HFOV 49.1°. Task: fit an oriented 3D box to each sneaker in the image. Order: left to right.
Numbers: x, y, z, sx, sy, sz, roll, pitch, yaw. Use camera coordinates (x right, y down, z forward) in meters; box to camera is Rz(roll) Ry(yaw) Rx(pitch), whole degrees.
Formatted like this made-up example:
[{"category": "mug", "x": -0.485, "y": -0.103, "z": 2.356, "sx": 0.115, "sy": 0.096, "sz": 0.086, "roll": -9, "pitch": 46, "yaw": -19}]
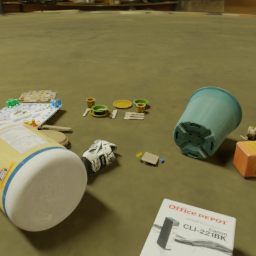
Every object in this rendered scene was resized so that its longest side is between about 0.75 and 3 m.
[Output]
[{"category": "sneaker", "x": -0.861, "y": 0.912, "z": 8.502, "sx": 0.818, "sy": 0.685, "sz": 1.848, "roll": 6, "pitch": 30, "yaw": 16}]

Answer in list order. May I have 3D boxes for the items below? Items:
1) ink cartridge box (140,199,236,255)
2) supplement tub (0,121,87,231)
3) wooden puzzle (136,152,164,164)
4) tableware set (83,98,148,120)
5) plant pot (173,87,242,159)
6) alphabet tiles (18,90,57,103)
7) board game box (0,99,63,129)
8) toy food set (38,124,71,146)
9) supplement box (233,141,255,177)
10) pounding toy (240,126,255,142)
[{"category": "ink cartridge box", "x": 1.111, "y": 2.532, "z": 5.320, "sx": 1.558, "sy": 0.904, "sz": 2.159, "roll": 11, "pitch": 31, "yaw": 20}, {"category": "supplement tub", "x": -2.565, "y": 1.022, "z": 6.957, "sx": 2.724, "sy": 1.970, "sz": 1.970, "roll": 24, "pitch": 37, "yaw": 38}, {"category": "wooden puzzle", "x": 0.702, "y": 0.967, "z": 8.907, "sx": 0.825, "sy": 0.096, "sz": 0.556, "roll": 20, "pitch": 25, "yaw": 18}, {"category": "tableware set", "x": -0.522, "y": -0.985, "z": 12.245, "sx": 2.749, "sy": 0.422, "sz": 1.852, "roll": 3, "pitch": 29, "yaw": 7}, {"category": "plant pot", "x": 2.535, "y": -0.104, "z": 9.304, "sx": 1.945, "sy": 1.945, "sz": 1.905, "roll": 17, "pitch": 41, "yaw": 28}, {"category": "alphabet tiles", "x": -4.382, "y": -1.554, "z": 13.654, "sx": 1.689, "sy": 0.053, "sz": 1.406, "roll": -3, "pitch": 29, "yaw": -4}, {"category": "board game box", "x": -4.359, "y": -0.596, "z": 11.317, "sx": 2.615, "sy": 0.338, "sz": 2.615, "roll": 2, "pitch": 27, "yaw": 13}, {"category": "toy food set", "x": -2.884, "y": 0.496, "z": 9.622, "sx": 1.664, "sy": 0.484, "sz": 2.410, "roll": 7, "pitch": 18, "yaw": 1}, {"category": "supplement box", "x": 4.514, "y": 0.879, "z": 8.364, "sx": 2.450, "sy": 0.815, "sz": 0.843, "roll": -4, "pitch": 26, "yaw": -6}, {"category": "pounding toy", "x": 4.353, "y": 0.147, "z": 10.138, "sx": 0.459, "sy": 0.458, "sz": 0.801, "roll": 15, "pitch": 32, "yaw": 26}]
